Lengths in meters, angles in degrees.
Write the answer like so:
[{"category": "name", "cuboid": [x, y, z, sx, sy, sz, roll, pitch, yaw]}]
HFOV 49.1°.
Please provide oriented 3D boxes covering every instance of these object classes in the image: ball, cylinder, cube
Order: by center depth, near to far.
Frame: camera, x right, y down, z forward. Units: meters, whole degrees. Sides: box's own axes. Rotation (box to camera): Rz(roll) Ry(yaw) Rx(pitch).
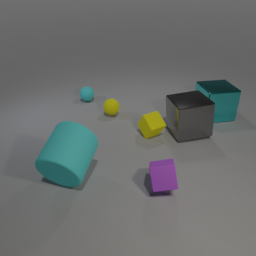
[{"category": "cube", "cuboid": [0.998, 1.322, 7.899, 0.700, 0.700, 0.700, -9, 7, 7]}, {"category": "cylinder", "cuboid": [-1.749, 0.757, 8.154, 1.400, 1.400, 1.400, 9, 52, 16]}, {"category": "cube", "cuboid": [0.905, -0.124, 10.741, 0.700, 0.700, 0.700, -17, 68, -28]}, {"category": "cube", "cuboid": [2.343, -0.489, 10.780, 1.400, 1.400, 1.400, -10, 29, -9]}, {"category": "cube", "cuboid": [3.789, -1.175, 12.124, 1.400, 1.400, 1.400, -5, 30, -9]}, {"category": "ball", "cuboid": [-0.722, -0.929, 12.222, 0.700, 0.700, 0.700, 0, 30, 0]}, {"category": "ball", "cuboid": [-1.996, -1.661, 13.613, 0.700, 0.700, 0.700, 0, 30, 0]}]
